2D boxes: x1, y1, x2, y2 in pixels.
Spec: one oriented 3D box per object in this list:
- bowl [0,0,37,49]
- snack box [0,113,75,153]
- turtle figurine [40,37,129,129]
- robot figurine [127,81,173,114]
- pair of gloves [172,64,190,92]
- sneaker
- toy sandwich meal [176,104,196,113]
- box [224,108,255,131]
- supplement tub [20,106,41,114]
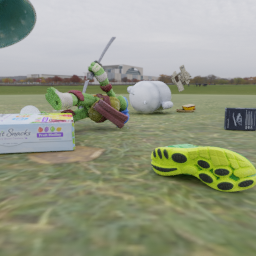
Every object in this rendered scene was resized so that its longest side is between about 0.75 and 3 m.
[{"bbox_3d":[-3.143,-2.663,5.862,2.143,1.121,2.143,-19,-10,-4],"label":"bowl"},{"bbox_3d":[-2.468,0.066,6.240,2.476,0.656,1.761,-2,9,-12],"label":"snack box"},{"bbox_3d":[-1.433,-1.054,8.614,2.717,2.802,2.017,-20,3,-44],"label":"turtle figurine"},{"bbox_3d":[1.119,-1.530,13.865,2.363,1.574,2.787,25,20,26],"label":"robot figurine"},{"bbox_3d":[2.002,-1.889,10.641,0.163,0.788,0.927,-10,28,52],"label":"pair of gloves"},{"bbox_3d":[1.048,0.456,3.951,1.539,0.570,0.643,8,15,43],"label":"sneaker"},{"bbox_3d":[3.023,-1.028,14.613,1.092,0.374,1.092,0,8,0],"label":"toy sandwich meal"},{"bbox_3d":[3.437,-0.283,8.582,0.908,0.672,0.474,3,8,16],"label":"box"},{"bbox_3d":[-2.613,-0.214,7.556,0.560,0.560,0.775,-2,-24,-14],"label":"supplement tub"}]
